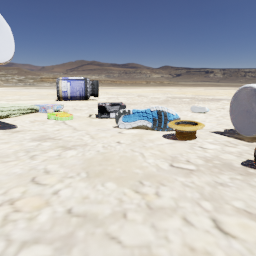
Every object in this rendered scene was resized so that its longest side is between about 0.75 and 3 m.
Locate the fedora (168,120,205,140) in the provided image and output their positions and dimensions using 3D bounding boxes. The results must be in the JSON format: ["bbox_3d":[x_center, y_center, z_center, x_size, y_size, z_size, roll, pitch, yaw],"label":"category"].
[{"bbox_3d":[1.307,0.061,6.311,0.900,0.367,0.900,0,13,0],"label":"fedora"}]

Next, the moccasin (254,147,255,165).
[{"bbox_3d":[2.649,0.417,3.917,1.598,0.584,0.617,-4,14,38],"label":"moccasin"}]

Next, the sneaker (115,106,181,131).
[{"bbox_3d":[0.586,-0.285,7.594,1.766,0.662,0.765,4,6,22],"label":"sneaker"}]

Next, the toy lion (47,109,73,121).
[{"bbox_3d":[-2.260,-0.399,9.343,0.853,0.293,0.818,-3,18,-13],"label":"toy lion"}]

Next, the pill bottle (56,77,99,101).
[{"bbox_3d":[-3.049,-2.380,17.086,2.513,1.406,1.406,-1,10,-9],"label":"pill bottle"}]

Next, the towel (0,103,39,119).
[{"bbox_3d":[-4.670,-0.679,10.288,1.786,0.439,2.408,2,10,19],"label":"towel"}]

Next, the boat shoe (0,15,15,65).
[{"bbox_3d":[-3.199,-2.313,6.221,0.819,2.226,0.727,-27,-4,-21],"label":"boat shoe"}]

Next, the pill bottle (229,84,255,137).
[{"bbox_3d":[3.589,-0.435,6.344,2.326,1.328,1.328,-4,11,-22],"label":"pill bottle"}]

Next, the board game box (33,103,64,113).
[{"bbox_3d":[-3.135,-0.789,11.281,1.004,0.310,1.004,-8,14,-39],"label":"board game box"}]

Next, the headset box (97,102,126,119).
[{"bbox_3d":[-0.601,-0.652,9.986,0.950,0.493,1.276,-1,12,-7],"label":"headset box"}]

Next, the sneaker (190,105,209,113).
[{"bbox_3d":[2.850,-0.707,11.079,0.323,0.292,0.789,14,2,-42],"label":"sneaker"}]
